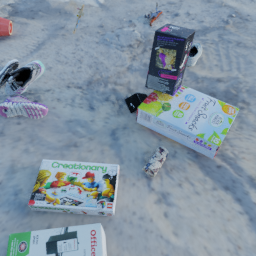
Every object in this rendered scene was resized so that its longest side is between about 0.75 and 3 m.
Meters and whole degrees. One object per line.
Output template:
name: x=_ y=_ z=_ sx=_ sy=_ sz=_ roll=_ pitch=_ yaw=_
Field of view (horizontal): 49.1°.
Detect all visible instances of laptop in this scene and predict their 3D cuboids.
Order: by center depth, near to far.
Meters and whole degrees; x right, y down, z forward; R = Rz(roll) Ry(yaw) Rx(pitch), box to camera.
laptop: x=0.421 y=-0.948 z=10.826 sx=0.847 sy=0.438 sz=0.751 roll=-30 pitch=55 yaw=9

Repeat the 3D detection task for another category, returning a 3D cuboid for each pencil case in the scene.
pencil case: x=0.906 y=1.056 z=9.008 sx=0.470 sy=0.409 sz=1.051 roll=30 pitch=57 yaw=14

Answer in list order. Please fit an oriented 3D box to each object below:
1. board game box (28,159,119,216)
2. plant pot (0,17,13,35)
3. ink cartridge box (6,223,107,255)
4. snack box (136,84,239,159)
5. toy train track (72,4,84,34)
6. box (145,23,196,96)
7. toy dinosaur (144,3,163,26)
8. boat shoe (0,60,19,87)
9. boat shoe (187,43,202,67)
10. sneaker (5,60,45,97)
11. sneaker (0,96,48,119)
board game box: x=-1.549 y=1.766 z=8.422 sx=2.445 sy=0.423 sz=1.543 roll=3 pitch=51 yaw=3
plant pot: x=-6.068 y=-4.885 z=13.487 sx=0.830 sy=0.938 sz=0.938 roll=6 pitch=51 yaw=-9
ink cartridge box: x=-1.671 y=3.378 z=6.787 sx=2.311 sy=0.960 sz=1.694 roll=-6 pitch=52 yaw=-5
snack box: x=2.080 y=-0.461 z=9.881 sx=2.966 sy=0.786 sz=2.109 roll=27 pitch=53 yaw=19
toy train track: x=-1.773 y=-3.804 z=9.750 sx=0.170 sy=1.044 sz=0.599 roll=9 pitch=25 yaw=-34
box: x=1.409 y=-2.326 z=9.509 sx=1.072 sy=2.021 sz=1.235 roll=21 pitch=35 yaw=16
toy dinosaur: x=1.390 y=-5.840 z=14.625 sx=1.108 sy=0.641 sz=1.221 roll=-13 pitch=93 yaw=-30
boat shoe: x=-4.935 y=-2.261 z=11.595 sx=0.491 sy=0.519 sz=1.448 roll=24 pitch=58 yaw=18
boat shoe: x=2.981 y=-3.408 z=12.461 sx=0.564 sy=0.575 sz=1.616 roll=18 pitch=54 yaw=14
sneaker: x=-3.920 y=-1.647 z=9.876 sx=0.747 sy=1.921 sz=1.344 roll=48 pitch=21 yaw=-11
sneaker: x=-3.829 y=-0.840 z=10.369 sx=1.817 sy=0.731 sz=0.803 roll=4 pitch=44 yaw=4
